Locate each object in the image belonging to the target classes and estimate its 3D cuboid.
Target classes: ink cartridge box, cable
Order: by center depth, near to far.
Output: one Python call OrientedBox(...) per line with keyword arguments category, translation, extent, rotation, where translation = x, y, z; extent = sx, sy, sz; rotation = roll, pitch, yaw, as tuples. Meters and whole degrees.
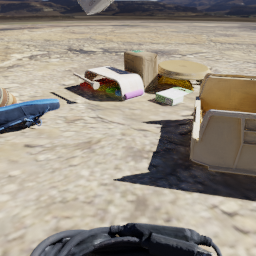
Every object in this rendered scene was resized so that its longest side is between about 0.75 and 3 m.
OrientedBox(category="cable", translation=(-0.116, 1.967, 3.008), extent=(2.708, 0.688, 2.209), rotation=(5, 30, 5))
OrientedBox(category="ink cartridge box", translation=(1.648, -1.153, 9.950), extent=(1.132, 0.271, 0.824), rotation=(-20, 32, -36))

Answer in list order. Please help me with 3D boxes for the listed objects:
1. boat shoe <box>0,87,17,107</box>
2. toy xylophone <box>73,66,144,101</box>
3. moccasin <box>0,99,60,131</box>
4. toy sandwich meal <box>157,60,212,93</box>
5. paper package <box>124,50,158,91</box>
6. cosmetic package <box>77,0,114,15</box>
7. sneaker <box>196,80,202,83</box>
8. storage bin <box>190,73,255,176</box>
OrientedBox(category="boat shoe", translation=(-4.584, -0.770, 8.497), extent=(2.807, 1.062, 1.037), rotation=(4, -8, 27))
OrientedBox(category="toy xylophone", translation=(-0.834, -1.757, 10.708), extent=(2.100, 0.721, 2.869), rotation=(-14, 29, -28))
OrientedBox(category="moccasin", translation=(-2.905, -0.349, 7.803), extent=(2.055, 0.701, 0.827), rotation=(-14, 16, -18))
OrientedBox(category="toy sandwich meal", translation=(2.129, -2.123, 11.464), extent=(2.548, 0.873, 2.548), rotation=(2, 27, -1))
OrientedBox(category="paper package", translation=(0.503, -2.325, 11.144), extent=(0.750, 1.381, 1.449), rotation=(-14, 27, -27))
OrientedBox(category="cosmetic package", translation=(-1.143, -5.028, 9.516), extent=(1.360, 1.650, 1.361), rotation=(-30, 12, 34))
OrientedBox(category="sneaker", translation=(3.363, -2.003, 11.610), extent=(1.090, 0.402, 0.477), rotation=(6, 19, 1))
OrientedBox(category="storage bin", translation=(3.087, -0.230, 6.652), extent=(2.970, 1.402, 2.991), rotation=(6, 26, 12))
